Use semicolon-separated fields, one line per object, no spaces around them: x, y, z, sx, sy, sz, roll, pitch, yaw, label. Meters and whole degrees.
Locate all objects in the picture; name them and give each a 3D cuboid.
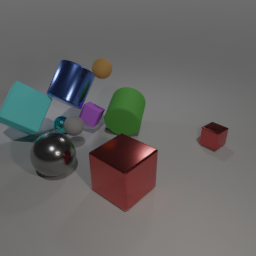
-0.093;-0.657;11.013;1.400;1.400;1.400;6;43;10;cylinder
-2.331;0.815;8.771;1.400;1.400;1.400;0;31;0;ball
-0.122;1.224;8.107;1.400;1.400;1.400;24;38;34;cube
-2.131;-1.609;10.488;1.400;1.400;1.400;22;-4;2;cylinder
3.139;0.289;10.254;0.700;0.700;0.700;-23;37;-37;cube
-1.880;-0.074;9.708;0.700;0.700;0.700;0;31;0;ball
-0.886;-2.024;9.545;0.700;0.700;0.700;0;31;0;ball
-3.861;-0.681;10.386;1.400;1.400;1.400;26;-17;-25;cube
-1.436;-0.539;11.036;0.700;0.700;0.700;28;16;4;cube
-2.597;-0.133;11.067;0.700;0.700;0.700;0;31;0;ball
